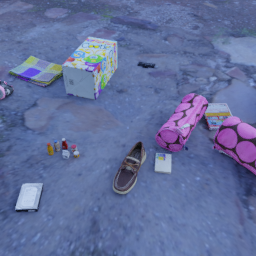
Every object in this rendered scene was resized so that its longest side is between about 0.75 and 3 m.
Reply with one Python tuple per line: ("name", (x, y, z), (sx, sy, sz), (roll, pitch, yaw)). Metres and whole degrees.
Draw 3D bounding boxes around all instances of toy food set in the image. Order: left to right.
("toy food set", (-2.224, 0.688, 9.741), (1.106, 0.498, 0.528), (8, 43, 8))

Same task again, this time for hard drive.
("hard drive", (-2.953, 2.082, 8.441), (0.645, 0.175, 0.924), (-1, 41, -1))

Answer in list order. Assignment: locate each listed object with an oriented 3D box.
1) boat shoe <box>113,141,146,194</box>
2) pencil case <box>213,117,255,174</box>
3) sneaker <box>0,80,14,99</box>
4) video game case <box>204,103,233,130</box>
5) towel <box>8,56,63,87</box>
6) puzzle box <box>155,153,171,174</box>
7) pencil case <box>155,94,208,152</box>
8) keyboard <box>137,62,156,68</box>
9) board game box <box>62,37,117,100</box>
("boat shoe", (0.072, 1.198, 9.010), (0.717, 0.715, 1.987), (18, 45, 19))
("pencil case", (4.163, 0.904, 8.986), (2.893, 1.355, 1.313), (43, 12, 38))
("sneaker", (-5.957, -1.889, 12.547), (1.996, 0.789, 0.952), (26, 34, 20))
("video game case", (3.654, -0.489, 11.321), (1.092, 0.133, 1.527), (-1, 42, -1))
("towel", (-4.380, -2.845, 13.823), (2.560, 0.292, 1.839), (20, 47, 21))
("puzzle box", (1.194, 1.188, 9.482), (0.539, 0.103, 0.811), (5, 42, 6))
("pencil case", (2.085, -0.286, 10.268), (1.194, 1.233, 2.632), (32, 49, 8))
("keyboard", (0.939, -3.240, 14.400), (0.886, 0.114, 0.532), (10, 43, 13))
("board game box", (-1.630, -2.819, 12.872), (1.479, 1.506, 2.871), (12, 44, 12))
